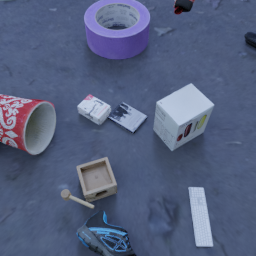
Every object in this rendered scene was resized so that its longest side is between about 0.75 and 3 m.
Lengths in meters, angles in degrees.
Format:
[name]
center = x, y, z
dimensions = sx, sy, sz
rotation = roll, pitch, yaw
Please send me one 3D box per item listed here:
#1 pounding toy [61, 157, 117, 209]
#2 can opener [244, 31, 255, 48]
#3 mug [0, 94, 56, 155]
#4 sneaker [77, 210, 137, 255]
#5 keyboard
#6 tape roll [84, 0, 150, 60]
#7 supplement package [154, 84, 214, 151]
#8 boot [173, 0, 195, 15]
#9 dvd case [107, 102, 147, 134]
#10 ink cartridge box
[pounding toy]
center = -0.926, 1.474, 6.705
dimensions = 1.277, 0.584, 1.122
rotation = -16, 58, -11
[can opener]
center = 5.060, -2.638, 9.444
dimensions = 2.424, 0.768, 0.953
rotation = 33, 88, 31
[mug]
center = -3.143, -0.220, 7.646
dimensions = 2.106, 1.869, 1.405
rotation = 13, 93, 14
[sneaker]
center = -0.166, 2.547, 5.902
dimensions = 1.970, 0.721, 0.807
rotation = 34, 62, 21
[keyboard]
center = 1.706, 2.061, 6.621
dimensions = 0.389, 0.074, 1.383
rotation = 0, 56, 0
[tape roll]
center = -0.366, -3.530, 9.862
dimensions = 2.255, 0.958, 2.255
rotation = 0, 57, 0
[supplement package]
center = 1.440, -0.270, 7.484
dimensions = 1.186, 1.240, 0.912
rotation = -29, 60, -18
[boot]
center = 1.288, -3.448, 7.025
dimensions = 0.528, 1.051, 1.457
rotation = 16, 25, -34
[dvd case]
center = -0.019, -0.316, 8.196
dimensions = 0.953, 0.118, 0.717
rotation = 32, 61, 19
[ink cartridge box]
center = -0.979, -0.540, 8.213
dimensions = 0.812, 0.344, 0.592
rotation = 31, 61, 17
